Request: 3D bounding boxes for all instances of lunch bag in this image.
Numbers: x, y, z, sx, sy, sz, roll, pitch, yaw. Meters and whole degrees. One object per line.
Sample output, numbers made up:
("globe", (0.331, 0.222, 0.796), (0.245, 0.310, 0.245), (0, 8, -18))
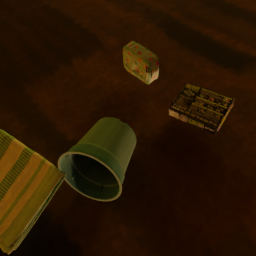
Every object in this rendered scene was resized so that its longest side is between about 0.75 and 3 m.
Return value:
("lunch bag", (0.434, -2.201, 9.660), (0.550, 1.144, 1.426), (-36, 62, -25))

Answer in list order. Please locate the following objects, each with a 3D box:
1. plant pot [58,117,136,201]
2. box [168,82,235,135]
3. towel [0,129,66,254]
("plant pot", (-0.645, 0.687, 7.242), (1.696, 1.696, 1.662), (16, 44, 13))
("box", (2.268, -0.652, 8.715), (1.625, 0.360, 1.302), (25, 61, 24))
("towel", (-3.216, 1.314, 6.916), (2.868, 0.335, 2.188), (30, 81, 21))
